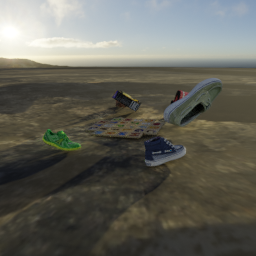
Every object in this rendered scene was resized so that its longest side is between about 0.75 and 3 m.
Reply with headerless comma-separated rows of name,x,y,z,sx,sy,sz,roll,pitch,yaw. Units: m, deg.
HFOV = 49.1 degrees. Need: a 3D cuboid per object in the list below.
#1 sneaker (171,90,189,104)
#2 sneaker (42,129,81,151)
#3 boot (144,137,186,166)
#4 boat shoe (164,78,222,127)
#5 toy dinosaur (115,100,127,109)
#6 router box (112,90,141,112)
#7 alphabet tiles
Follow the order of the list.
sneaker,1.977,-0.858,10.352,0.643,0.546,1.483,7,-21,-5
sneaker,-1.606,0.289,6.804,0.979,0.409,0.363,18,6,6
boot,0.844,0.420,6.149,1.183,0.534,0.430,-16,15,-41
boat shoe,2.278,-0.769,9.098,2.452,0.883,0.761,-35,45,-17
toy dinosaur,-0.357,-1.119,12.344,0.450,0.711,1.048,18,-14,-15
router box,-0.016,-1.081,10.954,1.051,0.349,1.336,31,9,0
alphabet tiles,-0.081,-0.039,8.720,2.250,0.071,1.872,3,17,20
